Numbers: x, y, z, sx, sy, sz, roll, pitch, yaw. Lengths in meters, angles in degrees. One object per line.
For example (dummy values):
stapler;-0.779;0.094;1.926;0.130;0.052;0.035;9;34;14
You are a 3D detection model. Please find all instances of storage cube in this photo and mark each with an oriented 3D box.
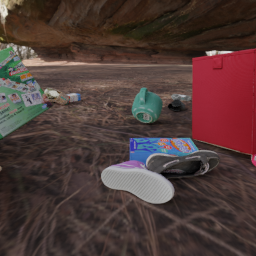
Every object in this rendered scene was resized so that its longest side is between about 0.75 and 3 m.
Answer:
storage cube;2.931;-0.696;6.676;2.019;2.123;2.362;-6;11;-23

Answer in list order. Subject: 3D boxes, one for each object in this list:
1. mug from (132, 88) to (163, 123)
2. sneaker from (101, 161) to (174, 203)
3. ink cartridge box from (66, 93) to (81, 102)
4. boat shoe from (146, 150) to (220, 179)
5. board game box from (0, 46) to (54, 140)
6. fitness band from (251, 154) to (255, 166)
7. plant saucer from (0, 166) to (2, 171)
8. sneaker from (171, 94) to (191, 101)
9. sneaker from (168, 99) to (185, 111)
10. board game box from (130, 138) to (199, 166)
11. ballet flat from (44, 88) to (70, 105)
mug;0.514;-0.633;8.663;0.905;1.101;0.681;-22;40;46
sneaker;0.289;0.809;4.742;1.346;0.488;0.768;12;16;36
ink cartridge box;-2.690;-1.386;12.939;0.509;0.294;0.876;14;21;41
boat shoe;1.067;0.718;5.058;1.512;0.506;0.431;0;30;-19
board game box;-2.608;-0.481;5.125;0.315;1.457;2.165;-25;13;46
fitness band;3.004;0.636;5.783;0.814;0.212;1.133;5;14;17
plant saucer;-3.186;0.682;3.712;2.728;0.483;2.728;6;-3;0
sneaker;2.467;-1.393;13.056;0.895;0.315;0.359;9;8;8
sneaker;1.839;-0.913;11.115;0.625;0.360;1.199;1;18;-14
board game box;0.747;0.506;6.067;1.423;0.320;1.082;0;14;0
ballet flat;-3.315;-1.495;12.445;1.916;0.652;0.644;14;-14;43
